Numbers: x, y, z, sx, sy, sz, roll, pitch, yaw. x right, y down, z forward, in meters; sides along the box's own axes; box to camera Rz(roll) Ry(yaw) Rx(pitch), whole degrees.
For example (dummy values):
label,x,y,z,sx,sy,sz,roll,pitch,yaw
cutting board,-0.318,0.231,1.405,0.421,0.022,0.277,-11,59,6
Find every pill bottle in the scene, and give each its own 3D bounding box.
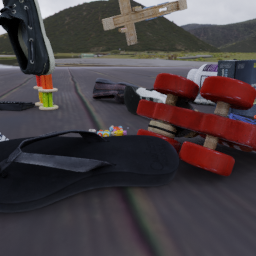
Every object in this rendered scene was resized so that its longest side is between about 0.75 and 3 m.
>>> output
label,x,y,z,sx,sy,sz,roll,pitch,yaw
pill bottle,3.899,-1.928,11.804,2.646,1.488,1.488,12,19,38

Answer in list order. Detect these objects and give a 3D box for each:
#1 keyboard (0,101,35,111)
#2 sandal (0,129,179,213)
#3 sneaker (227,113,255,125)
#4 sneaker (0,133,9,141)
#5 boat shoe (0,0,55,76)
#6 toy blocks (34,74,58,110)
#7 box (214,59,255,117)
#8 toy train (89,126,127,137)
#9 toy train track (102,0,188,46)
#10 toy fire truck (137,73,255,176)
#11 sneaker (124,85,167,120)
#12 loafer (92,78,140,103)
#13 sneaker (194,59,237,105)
label,x,y,z,sx,sy,sz,roll,pitch,yaw
keyboard,-4.635,-0.832,10.053,2.196,0.282,1.319,3,15,14
sandal,-0.693,0.370,3.888,2.999,0.642,1.140,-6,41,-21
sneaker,3.507,-0.193,6.072,2.625,1.029,0.989,3,14,11
sneaker,-2.182,0.070,4.176,1.936,1.050,0.679,19,15,-7
boat shoe,-2.640,-2.491,6.702,0.984,2.632,0.873,-6,14,40
toy blocks,-3.014,-1.682,10.123,0.678,1.868,1.556,-8,16,-26
box,3.298,-1.057,7.973,2.206,1.740,0.563,-12,18,-40
toy train,-0.414,0.149,6.373,0.903,0.251,0.678,-8,15,-38
toy train track,0.592,-3.513,8.638,2.778,1.593,0.452,-18,26,-9
toy fire truck,1.469,0.015,5.214,2.100,1.402,2.501,19,-2,-43
sneaker,0.710,-0.816,8.966,1.037,0.868,2.343,-9,26,-30
loafer,-0.364,-1.325,11.252,2.875,0.905,1.033,20,-7,42
sneaker,3.611,-1.736,10.582,2.999,1.732,1.125,10,18,33
